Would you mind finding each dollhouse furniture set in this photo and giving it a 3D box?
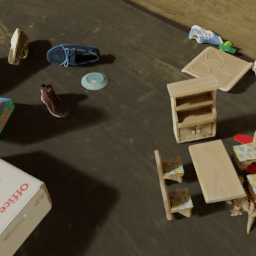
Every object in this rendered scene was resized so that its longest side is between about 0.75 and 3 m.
[{"bbox_3d":[1.998,0.363,7.098,2.736,1.938,2.979,-12,44,4],"label":"dollhouse furniture set"}]

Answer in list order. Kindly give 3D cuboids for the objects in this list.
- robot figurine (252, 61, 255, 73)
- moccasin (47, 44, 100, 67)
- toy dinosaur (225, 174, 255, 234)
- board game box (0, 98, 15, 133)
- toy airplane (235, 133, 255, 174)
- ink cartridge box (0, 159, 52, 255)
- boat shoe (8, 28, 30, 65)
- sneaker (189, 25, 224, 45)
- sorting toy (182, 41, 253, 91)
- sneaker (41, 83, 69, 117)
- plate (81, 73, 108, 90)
[{"bbox_3d":[5.382,-2.434,10.465,1.642,0.927,1.393,-37,25,-28],"label":"robot figurine"},{"bbox_3d":[-2.106,-2.854,10.874,2.078,0.836,0.709,-11,38,-7],"label":"moccasin"},{"bbox_3d":[2.877,1.752,7.091,0.680,1.074,1.585,-32,73,22],"label":"toy dinosaur"},{"bbox_3d":[-4.923,-0.386,9.008,1.983,0.446,1.508,6,49,5],"label":"board game box"},{"bbox_3d":[4.021,0.838,7.963,2.320,0.427,2.320,-1,48,1],"label":"toy airplane"},{"bbox_3d":[-3.665,1.753,6.615,2.914,1.247,2.150,25,53,18],"label":"ink cartridge box"},{"bbox_3d":[-4.332,-3.220,11.261,0.644,0.770,2.156,25,36,-35],"label":"boat shoe"},{"bbox_3d":[3.356,-3.867,12.064,1.544,0.584,0.595,30,79,22],"label":"sneaker"},{"bbox_3d":[3.679,-2.510,10.885,2.045,0.407,2.766,31,59,30],"label":"sorting toy"},{"bbox_3d":[-2.516,-0.983,9.282,0.537,0.819,1.418,-36,58,-27],"label":"sneaker"},{"bbox_3d":[-1.245,-1.795,10.453,0.993,0.127,0.993,1,49,-1],"label":"plate"}]
